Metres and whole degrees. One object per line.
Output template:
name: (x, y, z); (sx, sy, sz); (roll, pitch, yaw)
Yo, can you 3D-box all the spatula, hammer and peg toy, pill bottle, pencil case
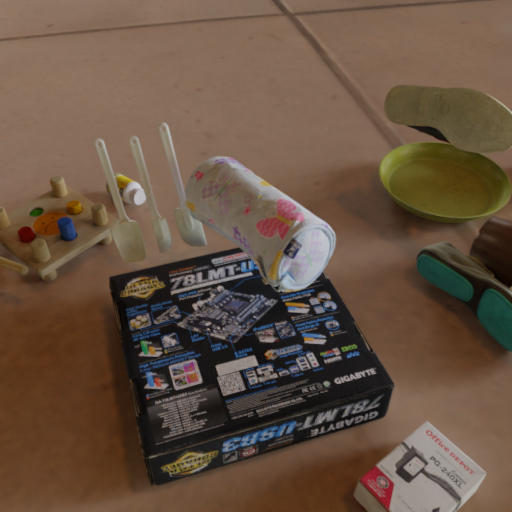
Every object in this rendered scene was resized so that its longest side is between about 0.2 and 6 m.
spatula: (-1.724, -0.943, 8.834); (1.445, 2.078, 0.167); (-11, 24, 5)
hammer and peg toy: (-3.632, -0.281, 9.295); (1.698, 0.814, 2.309); (31, 51, 26)
pill bottle: (-2.436, -1.237, 10.538); (0.759, 0.425, 0.425); (28, 50, 29)
pencil case: (-0.015, -0.498, 7.898); (2.434, 1.012, 1.104); (41, 102, 39)

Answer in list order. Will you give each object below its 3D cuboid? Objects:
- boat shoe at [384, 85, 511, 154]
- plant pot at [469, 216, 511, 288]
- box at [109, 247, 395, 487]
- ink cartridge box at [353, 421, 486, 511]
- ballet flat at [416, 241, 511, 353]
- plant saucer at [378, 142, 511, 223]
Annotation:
boat shoe: (3.128, -2.188, 8.762); (0.749, 0.874, 2.390); (-5, 26, -37)
plant pot: (4.131, 0.005, 8.811); (1.217, 1.217, 1.205); (-32, 43, -29)
box: (-0.240, 1.170, 7.745); (3.151, 0.783, 3.127); (-13, 42, -15)
ink cartridge box: (1.871, 2.625, 6.425); (1.212, 0.505, 0.880); (-29, 51, -27)
ballet flat: (3.491, 0.546, 8.420); (0.776, 0.821, 2.437); (-21, 47, -26)
plant saucer: (3.565, -1.377, 10.759); (2.456, 0.382, 2.456); (0, 43, 0)
